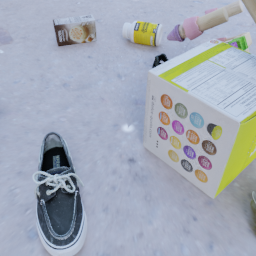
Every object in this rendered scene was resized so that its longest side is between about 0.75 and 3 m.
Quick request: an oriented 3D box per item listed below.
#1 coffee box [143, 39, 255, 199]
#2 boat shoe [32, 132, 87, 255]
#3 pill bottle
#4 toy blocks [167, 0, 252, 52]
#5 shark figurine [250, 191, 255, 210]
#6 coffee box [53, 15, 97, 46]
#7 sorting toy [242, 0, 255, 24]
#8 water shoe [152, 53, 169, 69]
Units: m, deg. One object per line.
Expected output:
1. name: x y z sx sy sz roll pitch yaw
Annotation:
1. coffee box: 1.992 -0.316 6.545 2.324 2.320 2.298 -31 51 -29
2. boat shoe: -1.457 1.207 5.906 1.035 0.957 2.803 -6 43 -7
3. pill bottle: 0.601 -3.919 11.534 1.559 0.873 0.873 13 44 13
4. toy blocks: 2.587 -2.224 9.197 2.476 2.941 2.749 -12 18 37
5. shark figurine: 3.022 1.482 5.872 1.951 0.814 1.166 -39 88 -25
6. coffee box: -2.190 -4.053 11.643 1.658 0.948 0.661 -13 46 -12
7. sorting toy: 3.254 -2.114 5.197 1.480 1.987 0.266 -32 14 27
8. water shoe: 1.652 -1.628 9.006 0.843 0.931 2.359 -34 52 -31
